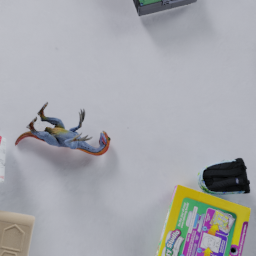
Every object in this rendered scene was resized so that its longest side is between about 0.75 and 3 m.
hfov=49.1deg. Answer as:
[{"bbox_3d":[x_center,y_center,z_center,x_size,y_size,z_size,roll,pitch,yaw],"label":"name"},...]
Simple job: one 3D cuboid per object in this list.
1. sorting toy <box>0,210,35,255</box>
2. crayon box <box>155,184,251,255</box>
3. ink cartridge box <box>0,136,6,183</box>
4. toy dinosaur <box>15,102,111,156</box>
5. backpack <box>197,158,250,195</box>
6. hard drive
[{"bbox_3d":[-3.082,2.875,6.747,1.548,0.305,1.672,6,76,10],"label":"sorting toy"},{"bbox_3d":[1.808,2.759,6.976,1.884,0.637,2.184,17,76,9],"label":"crayon box"},{"bbox_3d":[-3.579,0.820,7.327,0.506,0.881,1.213,0,79,-8],"label":"ink cartridge box"},{"bbox_3d":[-1.626,0.204,7.766,2.087,2.299,1.207,39,45,-16],"label":"toy dinosaur"},{"bbox_3d":[2.430,1.332,7.344,1.178,0.905,0.961,-6,78,-19],"label":"backpack"},{"bbox_3d":[0.887,-5.188,9.143,2.034,0.551,2.912,-16,75,-4],"label":"hard drive"}]
